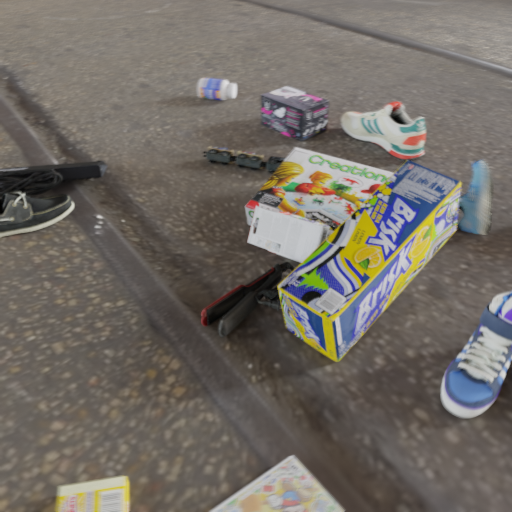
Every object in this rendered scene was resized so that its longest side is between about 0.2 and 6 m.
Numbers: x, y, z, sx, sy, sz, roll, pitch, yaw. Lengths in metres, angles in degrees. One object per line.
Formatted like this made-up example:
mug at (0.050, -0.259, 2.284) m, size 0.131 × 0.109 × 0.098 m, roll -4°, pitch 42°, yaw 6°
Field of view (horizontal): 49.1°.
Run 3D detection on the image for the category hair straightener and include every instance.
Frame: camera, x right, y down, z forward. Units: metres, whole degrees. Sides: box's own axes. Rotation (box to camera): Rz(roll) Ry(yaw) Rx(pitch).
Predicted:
hair straightener at (0.173, 0.794, 10.295) m, size 0.941 × 0.501 × 2.446 m, roll 30°, pitch 42°, yaw 33°

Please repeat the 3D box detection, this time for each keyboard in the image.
keyboard at (-5.926, -1.666, 13.511) m, size 4.447 × 0.881 × 2.314 m, roll -6°, pitch 14°, yaw -7°

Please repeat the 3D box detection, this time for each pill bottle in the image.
pill bottle at (-1.271, -5.447, 18.347) m, size 1.160 × 0.650 × 0.650 m, roll 9°, pitch 38°, yaw 12°

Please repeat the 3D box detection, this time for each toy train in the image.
toy train at (-0.206, -2.527, 14.655) m, size 2.470 × 0.421 × 0.566 m, roll 12°, pitch 35°, yaw 14°

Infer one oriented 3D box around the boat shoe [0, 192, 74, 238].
boat shoe at (-5.246, -0.990, 12.304) m, size 2.412 × 0.816 × 0.866 m, roll -16°, pitch 38°, yaw -23°

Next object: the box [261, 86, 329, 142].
box at (1.117, -4.212, 16.410) m, size 1.140 × 0.989 × 1.725 m, roll -30°, pitch 46°, yaw -33°

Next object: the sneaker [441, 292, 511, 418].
sneaker at (3.590, 1.338, 8.588) m, size 0.830 × 1.509 × 2.061 m, roll 28°, pitch 45°, yaw 32°

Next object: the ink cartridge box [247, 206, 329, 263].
ink cartridge box at (0.641, -0.430, 11.451) m, size 1.560 × 0.850 × 0.393 m, roll 20°, pitch 14°, yaw 26°

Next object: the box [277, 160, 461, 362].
box at (2.071, 0.005, 9.849) m, size 1.197 × 1.305 × 3.725 m, roll 31°, pitch 62°, yaw 34°

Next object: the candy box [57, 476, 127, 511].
candy box at (-1.990, 3.523, 6.752) m, size 0.871 × 0.225 × 1.704 m, roll -8°, pitch 37°, yaw -7°

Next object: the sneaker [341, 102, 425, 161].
sneaker at (3.542, -3.743, 15.500) m, size 1.004 × 1.334 × 2.853 m, roll -24°, pitch 43°, yaw -28°

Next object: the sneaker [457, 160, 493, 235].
sneaker at (4.760, -1.322, 12.353) m, size 0.783 × 0.682 × 1.740 m, roll 1°, pitch 70°, yaw 31°

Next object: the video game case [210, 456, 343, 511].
video game case at (0.304, 3.388, 6.979) m, size 1.498 × 0.171 × 1.363 m, roll -24°, pitch 43°, yaw -29°

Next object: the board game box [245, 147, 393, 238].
board game box at (1.927, -1.066, 12.161) m, size 3.697 × 0.640 × 2.334 m, roll 20°, pitch 53°, yaw 24°
